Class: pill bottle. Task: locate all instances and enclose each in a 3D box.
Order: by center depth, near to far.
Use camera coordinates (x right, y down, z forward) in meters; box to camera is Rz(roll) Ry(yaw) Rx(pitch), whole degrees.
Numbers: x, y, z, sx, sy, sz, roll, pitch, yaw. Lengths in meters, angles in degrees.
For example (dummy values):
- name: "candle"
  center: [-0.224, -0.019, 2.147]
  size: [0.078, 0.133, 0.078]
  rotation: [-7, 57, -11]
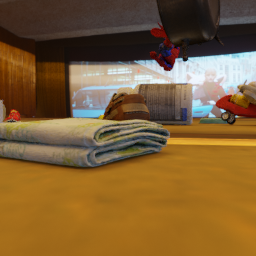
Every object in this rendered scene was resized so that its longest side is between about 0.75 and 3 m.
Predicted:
- name: "pill bottle"
  center: [1.080, -0.956, 11.105]
  size: [2.901, 1.650, 1.650]
  rotation: [1, 3, 13]

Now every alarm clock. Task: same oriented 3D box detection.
- name: "alarm clock"
  center: [0.941, -2.384, 4.276]
  size: [0.812, 2.440, 1.646]
  rotation: [-5, 25, 28]

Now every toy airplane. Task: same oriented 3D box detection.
- name: "toy airplane"
  center: [4.682, -0.928, 10.210]
  size: [2.312, 1.639, 2.322]
  rotation: [11, -6, -7]

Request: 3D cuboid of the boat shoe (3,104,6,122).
- name: "boat shoe"
  center: [-5.602, -0.573, 10.690]
  size: [0.944, 0.924, 2.650]
  rotation: [4, 6, 2]

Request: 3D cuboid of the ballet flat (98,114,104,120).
- name: "ballet flat"
  center: [-0.811, -0.451, 14.171]
  size: [0.524, 0.523, 1.564]
  rotation: [29, 23, 36]

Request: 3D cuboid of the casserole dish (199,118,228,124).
- name: "casserole dish"
  center: [3.958, -0.333, 12.949]
  size: [1.395, 0.271, 0.845]
  rotation: [2, 3, 25]

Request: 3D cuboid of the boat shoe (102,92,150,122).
- name: "boat shoe"
  center: [-0.058, -0.346, 6.126]
  size: [0.873, 0.853, 2.309]
  rotation: [-1, 3, -18]

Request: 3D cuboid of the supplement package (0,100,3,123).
- name: "supplement package"
  center: [-4.621, -0.470, 9.099]
  size: [0.856, 0.850, 1.129]
  rotation: [-2, 3, -36]

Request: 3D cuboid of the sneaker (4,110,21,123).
- name: "sneaker"
  center: [-4.527, -0.424, 10.984]
  size: [0.544, 0.600, 1.413]
  rotation: [-1, 3, -15]

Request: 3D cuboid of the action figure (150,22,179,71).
- name: "action figure"
  center: [1.016, -2.192, 7.448]
  size: [0.752, 0.951, 2.908]
  rotation: [17, -4, 12]

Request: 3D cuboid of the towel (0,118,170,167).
- name: "towel"
  center: [-0.468, 0.070, 2.576]
  size: [1.389, 0.334, 1.189]
  rotation: [1, 2, 33]
